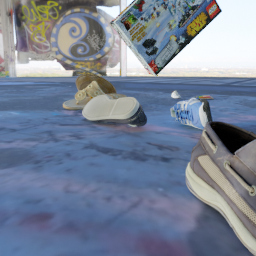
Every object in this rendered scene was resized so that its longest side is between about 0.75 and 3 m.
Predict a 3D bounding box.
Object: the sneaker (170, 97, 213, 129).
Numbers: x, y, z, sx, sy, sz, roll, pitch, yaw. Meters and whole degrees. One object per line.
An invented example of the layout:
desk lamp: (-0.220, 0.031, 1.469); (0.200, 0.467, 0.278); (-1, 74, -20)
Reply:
sneaker: (1.641, -0.323, 7.247); (0.811, 0.797, 2.105); (-13, 7, 2)

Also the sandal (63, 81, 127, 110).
sandal: (-1.227, -1.394, 10.978); (2.854, 0.939, 1.047); (-9, 27, -37)

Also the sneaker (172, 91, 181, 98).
sneaker: (2.395, -1.685, 14.032); (0.304, 0.353, 0.834); (-2, 14, -16)

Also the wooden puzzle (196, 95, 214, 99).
wooden puzzle: (3.759, -1.512, 13.714); (0.784, 0.146, 0.725); (2, 12, 9)

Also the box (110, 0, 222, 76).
box: (1.073, -2.977, 7.505); (2.659, 1.820, 0.530); (-44, 26, -4)

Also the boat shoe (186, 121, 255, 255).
boat shoe: (1.379, 0.506, 2.598); (0.998, 0.983, 2.681); (-5, 13, -21)

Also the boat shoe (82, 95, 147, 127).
boat shoe: (-0.436, -0.389, 7.928); (2.421, 0.879, 0.759); (7, -30, 49)

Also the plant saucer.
plant saucer: (-1.421, -1.667, 12.300); (1.870, 0.331, 1.870); (16, 40, -14)
